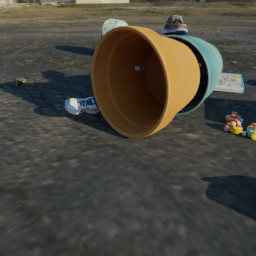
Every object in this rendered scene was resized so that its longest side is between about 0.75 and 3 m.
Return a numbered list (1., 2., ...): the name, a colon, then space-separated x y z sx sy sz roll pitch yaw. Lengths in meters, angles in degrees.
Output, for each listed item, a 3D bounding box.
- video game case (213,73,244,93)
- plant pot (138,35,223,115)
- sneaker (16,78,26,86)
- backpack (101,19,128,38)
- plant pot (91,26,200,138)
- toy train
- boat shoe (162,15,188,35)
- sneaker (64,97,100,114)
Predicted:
1. video game case: 3.401 -2.087 12.178 2.968 0.264 2.124 8 28 15
2. plant pot: 1.986 -1.952 9.442 2.466 2.466 2.317 18 30 32
3. sneaker: -4.588 -1.988 11.965 0.301 0.281 0.797 -2 27 -8
4. backpack: -0.705 -5.362 16.711 1.623 2.117 1.861 15 29 28
5. plant pot: 0.636 -1.352 7.828 2.022 2.889 2.889 -19 32 -39
6. toy train: 3.401 -0.134 8.067 1.091 0.404 1.453 -24 34 -39
7. boat shoe: 1.420 -3.181 8.655 0.548 0.549 1.518 3 16 -15
8. sneaker: -1.293 -0.766 8.592 0.627 0.535 1.422 -28 -13 35
